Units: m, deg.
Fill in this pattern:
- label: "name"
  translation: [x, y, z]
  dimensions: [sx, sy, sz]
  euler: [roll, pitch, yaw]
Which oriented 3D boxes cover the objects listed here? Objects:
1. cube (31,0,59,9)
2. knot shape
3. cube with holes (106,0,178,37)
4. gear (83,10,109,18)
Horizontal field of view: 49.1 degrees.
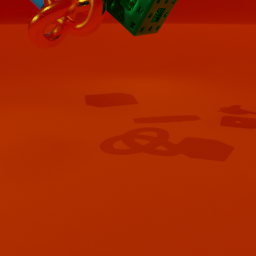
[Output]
- label: "cube"
  translation: [-2.408, -4.227, 8.135]
  dimensions: [1.293, 1.293, 1.293]
  euler: [43, 3, -7]
- label: "knot shape"
  translation: [-1.069, -2.334, 5.294]
  dimensions: [1.770, 0.818, 1.657]
  euler: [-24, 43, 27]
- label: "cube with holes"
  translation: [0.244, -2.200, 4.849]
  dimensions: [0.803, 0.803, 0.803]
  euler: [46, 40, 12]
- label: "gear"
  translation: [-0.625, -3.428, 6.293]
  dimensions: [1.750, 1.750, 0.324]
  euler: [-5, 33, -11]
